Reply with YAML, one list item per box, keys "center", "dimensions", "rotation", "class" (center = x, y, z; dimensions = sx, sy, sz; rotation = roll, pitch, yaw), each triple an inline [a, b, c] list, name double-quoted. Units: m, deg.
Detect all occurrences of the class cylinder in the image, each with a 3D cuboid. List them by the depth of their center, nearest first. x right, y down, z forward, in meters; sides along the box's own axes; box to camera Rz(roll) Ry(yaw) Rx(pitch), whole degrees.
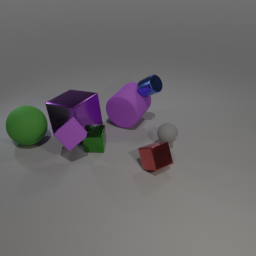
- center: [0.835, -1.596, 10.663]
  dimensions: [0.700, 0.700, 0.700]
  rotation: [-28, 8, -40]
  class: "cylinder"
- center: [0.043, -0.934, 11.244]
  dimensions: [1.400, 1.400, 1.400]
  rotation: [13, 37, 22]
  class: "cylinder"

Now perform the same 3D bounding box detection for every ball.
- center: [1.345, 0.174, 9.535]
  dimensions: [0.700, 0.700, 0.700]
  rotation: [0, 29, 0]
  class: "ball"
- center: [-3.569, -0.097, 9.906]
  dimensions: [1.400, 1.400, 1.400]
  rotation: [0, 29, 0]
  class: "ball"

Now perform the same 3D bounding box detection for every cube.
- center: [0.853, 0.863, 8.675]
  dimensions: [0.700, 0.700, 0.700]
  rotation: [-17, 4, -32]
  class: "cube"
- center: [-1.786, 0.176, 8.838]
  dimensions: [0.700, 0.700, 0.700]
  rotation: [-39, 11, 4]
  class: "cube"
- center: [-1.158, 0.365, 9.722]
  dimensions: [0.700, 0.700, 0.700]
  rotation: [0, 38, 3]
  class: "cube"
- center: [-1.969, -0.500, 10.493]
  dimensions: [1.400, 1.400, 1.400]
  rotation: [11, 33, 30]
  class: "cube"
